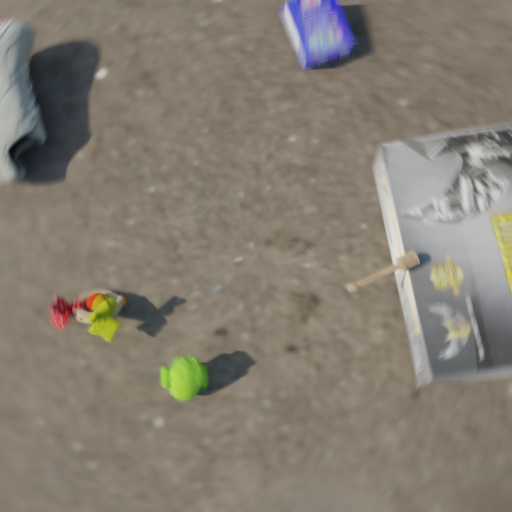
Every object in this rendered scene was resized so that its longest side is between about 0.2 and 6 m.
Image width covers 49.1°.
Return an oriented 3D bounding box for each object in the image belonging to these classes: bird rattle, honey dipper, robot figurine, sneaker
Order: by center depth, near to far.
[{"bbox_3d":[1.838,0.259,8.183,1.141,0.217,0.217,-24,78,-9],"label":"honey dipper"},{"bbox_3d":[-1.098,1.915,8.709,0.713,0.813,0.470,1,45,-21],"label":"robot figurine"},{"bbox_3d":[-2.647,0.887,8.983,1.202,0.980,0.677,5,117,24],"label":"bird rattle"},{"bbox_3d":[-4.177,-2.589,9.721,1.332,1.096,2.896,16,85,-4],"label":"sneaker"}]

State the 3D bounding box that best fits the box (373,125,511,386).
[{"bbox_3d":[3.745,-0.102,8.844,3.072,0.937,3.879,-7,71,1],"label":"box"}]

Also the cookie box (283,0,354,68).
[{"bbox_3d":[1.119,-4.118,10.153,0.941,0.414,1.100,-21,89,-9],"label":"cookie box"}]
